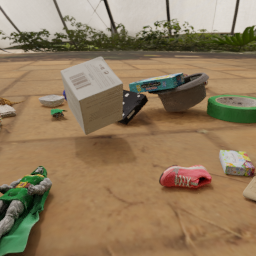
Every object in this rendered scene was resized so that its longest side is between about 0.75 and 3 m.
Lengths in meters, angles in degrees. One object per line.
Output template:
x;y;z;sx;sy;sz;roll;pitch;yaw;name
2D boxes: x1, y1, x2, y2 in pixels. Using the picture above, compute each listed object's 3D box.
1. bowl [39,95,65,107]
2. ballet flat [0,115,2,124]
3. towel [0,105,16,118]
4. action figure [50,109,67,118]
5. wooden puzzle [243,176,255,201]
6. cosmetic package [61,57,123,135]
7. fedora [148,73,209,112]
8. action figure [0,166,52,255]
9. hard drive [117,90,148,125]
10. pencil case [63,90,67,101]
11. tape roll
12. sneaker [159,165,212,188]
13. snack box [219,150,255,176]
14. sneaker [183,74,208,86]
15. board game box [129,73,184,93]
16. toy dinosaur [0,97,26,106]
-3.845;-1.357;14.179;1.036;0.387;1.037;11;22;29;bowl
-5.188;-0.201;10.584;0.731;0.617;1.932;-7;21;-19;ballet flat
-5.795;-0.766;12.685;1.036;0.270;1.563;-16;25;-39;towel
-3.146;-0.686;12.363;0.739;0.342;1.250;-10;15;-23;action figure
3.191;1.497;6.447;0.828;0.207;0.894;15;29;36;wooden puzzle
-1.143;-1.046;9.231;1.483;1.783;1.492;-25;59;-18;cosmetic package
2.436;-1.536;12.877;2.785;1.258;2.463;-19;15;8;fedora
-2.305;1.489;5.768;1.619;0.749;2.740;-1;16;7;action figure
-0.358;-0.987;12.021;2.154;0.407;1.505;20;61;44;hard drive
-2.942;-1.978;15.381;0.783;0.704;1.804;35;23;1;pencil case
4.891;-0.909;12.559;2.603;0.626;2.603;1;20;0;tape roll
1.425;1.208;6.795;1.341;0.494;0.581;-6;21;-16;sneaker
3.005;0.958;7.812;0.743;0.277;1.044;3;20;8;snack box
4.199;-3.123;18.684;2.273;0.852;1.024;24;23;36;sneaker
1.298;-2.012;12.581;2.062;0.484;1.557;-4;14;28;board game box
-6.003;-1.252;13.996;0.934;0.531;1.758;14;9;7;toy dinosaur
